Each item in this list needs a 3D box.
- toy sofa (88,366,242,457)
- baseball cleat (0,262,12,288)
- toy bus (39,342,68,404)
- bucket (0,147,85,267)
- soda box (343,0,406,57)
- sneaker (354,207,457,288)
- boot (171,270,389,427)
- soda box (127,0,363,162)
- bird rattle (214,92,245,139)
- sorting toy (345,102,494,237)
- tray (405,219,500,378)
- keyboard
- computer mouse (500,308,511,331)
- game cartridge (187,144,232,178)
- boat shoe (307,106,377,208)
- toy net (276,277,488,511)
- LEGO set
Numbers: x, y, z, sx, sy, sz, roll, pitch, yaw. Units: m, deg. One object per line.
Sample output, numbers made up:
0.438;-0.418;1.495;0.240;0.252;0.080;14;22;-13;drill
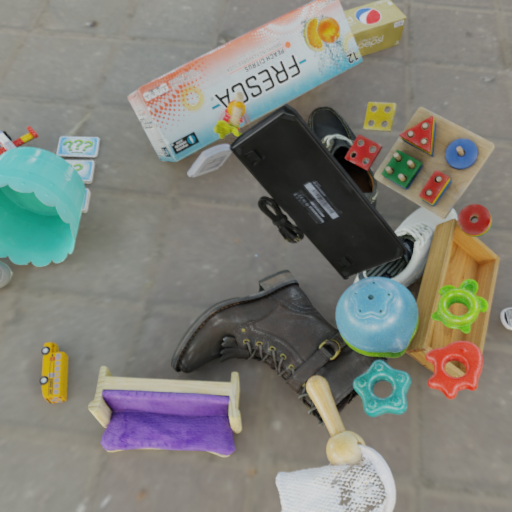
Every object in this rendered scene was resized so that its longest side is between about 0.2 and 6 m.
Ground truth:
-1.361;2.429;8.729;2.271;0.940;1.108;3;57;2;toy sofa
-5.419;0.315;10.001;1.882;1.002;0.656;3;91;9;baseball cleat
-3.382;1.943;9.388;0.385;0.320;0.984;-7;59;-4;toy bus
-4.122;-0.902;10.179;2.006;2.006;1.305;3;46;2;bucket
2.273;-5.363;13.594;2.540;0.813;0.860;-21;62;-13;soda box
2.851;-0.125;10.244;1.054;1.022;2.886;35;65;20;sneaker
0.396;1.720;9.132;2.935;1.016;2.555;-32;64;-19;boot
-0.200;-3.679;11.635;4.660;1.594;1.482;-31;18;-13;soda box
-0.313;-2.295;9.142;0.529;0.766;0.939;19;39;-3;bird rattle
3.022;-1.773;10.022;3.198;0.541;1.542;38;101;26;sorting toy
3.420;0.785;9.664;1.297;0.487;2.630;36;59;-20;tray
0.806;-0.786;8.231;2.793;1.677;0.358;48;45;-17;keyboard
4.882;1.151;9.924;1.248;0.274;0.684;3;63;-5;computer mouse
-0.768;-1.657;9.643;0.179;0.583;0.876;52;36;4;game cartridge
1.773;-2.053;11.443;1.096;1.032;3.051;-12;58;-2;boat shoe
1.778;2.240;7.895;2.317;0.853;4.416;10;64;24;toy net
-4.755;-1.885;11.527;2.726;0.669;2.036;2;59;-3;LEGO set
